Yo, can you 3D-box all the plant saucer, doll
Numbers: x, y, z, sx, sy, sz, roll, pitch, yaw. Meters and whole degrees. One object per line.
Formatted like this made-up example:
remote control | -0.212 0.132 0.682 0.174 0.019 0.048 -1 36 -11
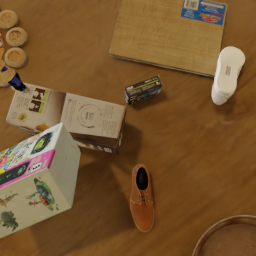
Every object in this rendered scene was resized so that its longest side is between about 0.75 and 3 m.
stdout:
plant saucer | 2.603 3.244 6.232 2.551 0.439 2.551 0 80 -1
doll | -1.462 -0.629 3.517 0.533 0.782 0.189 42 81 -1

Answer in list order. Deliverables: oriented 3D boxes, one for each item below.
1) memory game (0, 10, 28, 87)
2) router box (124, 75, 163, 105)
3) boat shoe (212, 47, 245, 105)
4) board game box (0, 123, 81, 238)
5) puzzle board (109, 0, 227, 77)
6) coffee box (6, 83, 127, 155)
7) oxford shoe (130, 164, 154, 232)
memory game | -4.037 -2.130 7.398 2.823 0.180 2.823 0 79 0
router box | 0.368 -0.917 6.907 0.904 0.677 0.281 -22 79 -4
boat shoe | 2.461 -1.309 6.976 0.653 0.622 1.814 17 55 2
board game box | -2.009 0.965 4.567 2.320 1.712 0.746 -26 111 5
puzzle board | 1.096 -2.604 7.472 2.815 0.245 2.121 12 78 2
coffee box | -1.274 -0.158 6.417 2.364 1.352 0.942 13 79 3
oxford shoe | 0.314 1.626 6.489 0.561 0.560 1.572 -6 81 -3
